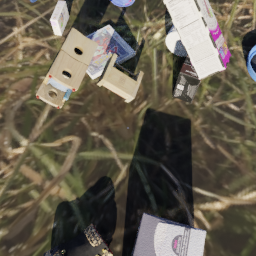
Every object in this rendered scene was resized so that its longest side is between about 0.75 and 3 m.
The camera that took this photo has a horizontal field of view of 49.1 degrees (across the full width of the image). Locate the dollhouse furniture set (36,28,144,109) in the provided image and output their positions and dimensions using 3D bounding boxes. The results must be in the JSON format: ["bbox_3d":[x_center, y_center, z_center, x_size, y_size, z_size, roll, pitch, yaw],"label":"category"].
[{"bbox_3d":[-1.094,-1.224,7.941,2.274,1.602,1.593,29,64,-19],"label":"dollhouse furniture set"}]

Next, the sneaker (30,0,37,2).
[{"bbox_3d":[-3.241,-4.868,10.176,0.786,0.276,0.306,-27,74,-11],"label":"sneaker"}]

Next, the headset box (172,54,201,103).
[{"bbox_3d":[1.925,-1.757,8.103,0.621,1.231,1.656,22,65,9],"label":"headset box"}]

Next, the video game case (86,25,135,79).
[{"bbox_3d":[-0.864,-2.501,9.053,1.669,0.192,1.520,-33,68,-15],"label":"video game case"}]

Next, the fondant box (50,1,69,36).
[{"bbox_3d":[-2.272,-3.679,9.373,0.266,0.660,0.915,9,64,4],"label":"fondant box"}]

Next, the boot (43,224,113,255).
[{"bbox_3d":[-0.895,3.091,6.069,1.298,0.631,1.724,-34,62,-15],"label":"boot"}]

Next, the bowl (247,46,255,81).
[{"bbox_3d":[4.548,-1.926,8.689,1.711,0.336,1.711,0,64,0],"label":"bowl"}]

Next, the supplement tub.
[{"bbox_3d":[1.952,-3.161,8.925,1.014,1.014,1.537,27,66,12],"label":"supplement tub"}]

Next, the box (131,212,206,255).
[{"bbox_3d":[0.684,3.040,5.736,1.397,1.213,2.114,14,65,7],"label":"box"}]

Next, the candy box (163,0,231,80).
[{"bbox_3d":[1.479,-2.187,5.942,2.010,0.613,1.371,63,32,-12],"label":"candy box"}]

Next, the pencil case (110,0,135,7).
[{"bbox_3d":[0.017,-5.666,10.127,1.150,1.033,2.647,0,63,23],"label":"pencil case"}]
